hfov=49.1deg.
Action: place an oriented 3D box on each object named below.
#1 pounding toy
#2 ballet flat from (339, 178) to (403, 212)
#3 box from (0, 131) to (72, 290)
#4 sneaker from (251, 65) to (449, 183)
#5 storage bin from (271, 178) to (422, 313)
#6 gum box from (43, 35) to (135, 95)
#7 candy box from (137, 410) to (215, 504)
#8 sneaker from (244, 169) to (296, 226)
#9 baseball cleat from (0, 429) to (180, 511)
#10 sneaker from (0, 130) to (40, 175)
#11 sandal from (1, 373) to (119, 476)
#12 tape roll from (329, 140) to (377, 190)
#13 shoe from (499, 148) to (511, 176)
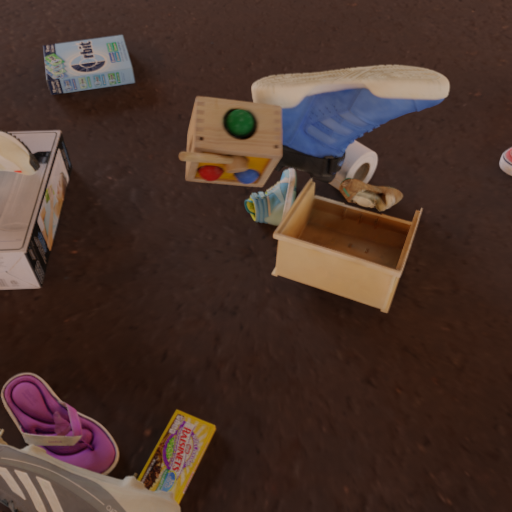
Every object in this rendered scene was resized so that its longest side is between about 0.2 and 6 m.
[{"bbox_3d":[-0.473,-1.676,8.812,1.580,1.717,1.220,3,75,-12],"label":"pounding toy"},{"bbox_3d":[2.175,-1.056,10.404,1.464,0.516,0.478,7,51,-27],"label":"ballet flat"},{"bbox_3d":[-4.640,-0.923,10.215,1.887,0.973,3.236,-1,49,-1],"label":"box"},{"bbox_3d":[1.617,-2.247,9.813,3.273,1.821,1.256,-2,30,9],"label":"sneaker"},{"bbox_3d":[1.572,-0.286,9.539,2.044,0.958,2.029,17,43,15],"label":"storage bin"},{"bbox_3d":[-4.169,-4.774,13.914,2.018,0.450,1.715,-13,50,-11],"label":"gum box"},{"bbox_3d":[-1.090,2.737,7.573,0.627,0.162,1.227,19,52,13],"label":"candy box"},{"bbox_3d":[0.281,-1.180,10.716,0.944,0.575,1.446,6,48,3],"label":"sneaker"},{"bbox_3d":[-2.472,3.140,6.627,3.014,1.051,1.604,10,56,11],"label":"baseball cleat"},{"bbox_3d":[-4.927,-1.652,9.762,2.419,0.852,1.131,21,66,17],"label":"sneaker"},{"bbox_3d":[-2.809,2.324,7.686,2.101,0.516,0.855,29,57,21],"label":"sandal"},{"bbox_3d":[1.798,-1.753,10.937,0.985,0.985,0.677,-35,57,-26],"label":"tape roll"},{"bbox_3d":[6.202,-2.455,11.432,2.528,1.150,0.903,-17,51,-14],"label":"shoe"}]
